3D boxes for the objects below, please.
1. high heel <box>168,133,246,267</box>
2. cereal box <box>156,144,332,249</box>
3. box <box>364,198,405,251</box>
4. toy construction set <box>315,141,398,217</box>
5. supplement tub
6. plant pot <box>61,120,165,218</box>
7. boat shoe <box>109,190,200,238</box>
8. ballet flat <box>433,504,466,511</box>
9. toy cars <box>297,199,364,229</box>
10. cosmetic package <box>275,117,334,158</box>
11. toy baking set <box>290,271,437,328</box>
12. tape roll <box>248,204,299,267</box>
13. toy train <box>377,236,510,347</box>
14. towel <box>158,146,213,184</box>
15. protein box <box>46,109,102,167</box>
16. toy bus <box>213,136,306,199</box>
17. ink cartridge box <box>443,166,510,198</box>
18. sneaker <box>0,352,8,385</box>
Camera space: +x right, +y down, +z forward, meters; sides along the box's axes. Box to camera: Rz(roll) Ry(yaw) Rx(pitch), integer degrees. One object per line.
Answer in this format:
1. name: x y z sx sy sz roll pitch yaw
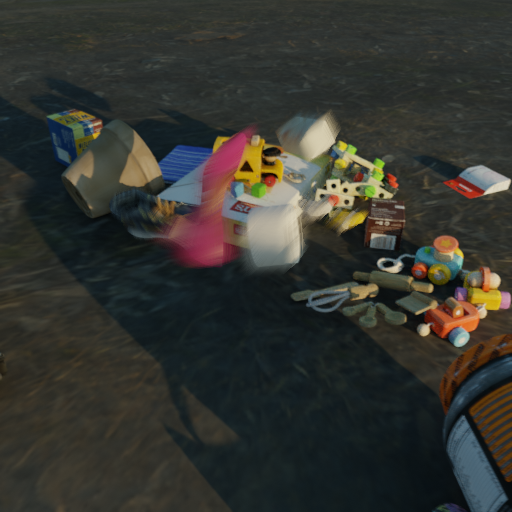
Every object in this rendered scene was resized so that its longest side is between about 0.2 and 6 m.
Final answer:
1. high heel: -0.433 -0.805 8.142 0.924 1.921 0.648 31 4 13
2. cereal box: -0.149 -1.383 11.468 2.424 0.666 3.370 15 36 21
3. box: 2.350 -0.583 10.280 0.656 0.650 0.791 6 34 9
4. toy construction set: 1.989 -1.493 11.107 1.479 1.039 2.255 30 35 1
5. supplement tub: 2.852 2.154 5.059 1.777 1.777 2.900 -3 33 -4
6. plant pot: -2.928 -1.580 11.103 1.502 1.731 1.731 -38 47 -22
7. boat shoe: -1.622 -0.722 9.782 1.906 0.865 0.674 -2 63 23
8. ballet flat: 1.658 2.868 4.988 0.641 0.660 1.854 20 38 27
9. toy cars: 1.075 -0.595 8.172 1.005 0.223 0.451 17 -14 -14
10. cosmetic package: 0.912 -2.276 10.685 0.577 0.487 1.117 -37 29 -13
11. toy baking set: 1.644 0.574 8.577 2.089 0.243 1.603 12 25 40
12. tape roll: 0.295 -0.325 8.970 0.660 0.962 0.962 -6 32 13
13. toy train: 2.963 0.378 8.824 1.720 0.637 2.290 -9 35 -14
14. towel: -1.628 -2.153 13.082 1.351 0.222 1.865 9 34 15
15. protein box: -4.159 -2.681 13.056 1.131 1.123 0.763 27 42 35
16. toy bus: -0.066 -1.888 10.855 1.631 0.843 1.539 -25 42 -32
17. ink cartridge box: 4.825 -1.637 12.266 1.081 0.308 0.878 -11 35 -23
18. sneaker: -3.863 1.435 7.204 2.008 1.117 0.771 -5 58 56
